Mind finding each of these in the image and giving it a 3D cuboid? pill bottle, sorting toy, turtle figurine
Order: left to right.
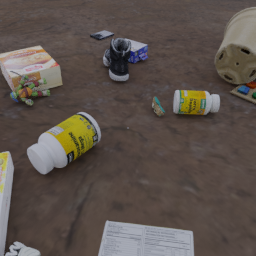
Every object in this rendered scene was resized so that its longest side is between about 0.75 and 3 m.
[{"bbox_3d":[-3.426,-1.354,9.927,1.304,1.344,0.967,-23,69,-36],"label":"turtle figurine"},{"bbox_3d":[-1.712,0.409,7.597,1.043,1.043,1.855,27,46,30],"label":"pill bottle"},{"bbox_3d":[2.290,-0.852,9.431,1.428,0.805,0.805,3,38,3],"label":"pill bottle"},{"bbox_3d":[4.988,-1.257,10.396,1.428,0.257,1.917,-29,46,-32],"label":"sorting toy"}]

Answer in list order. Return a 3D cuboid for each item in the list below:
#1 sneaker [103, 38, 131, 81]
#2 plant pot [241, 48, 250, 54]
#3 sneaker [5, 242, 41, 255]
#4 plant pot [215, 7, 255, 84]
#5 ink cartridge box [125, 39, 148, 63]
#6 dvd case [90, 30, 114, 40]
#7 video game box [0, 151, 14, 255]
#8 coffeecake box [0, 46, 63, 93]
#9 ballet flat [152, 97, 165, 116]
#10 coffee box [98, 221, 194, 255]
[{"bbox_3d":[-0.417,-3.150,11.770,0.981,1.480,2.601,0,38,-14],"label":"sneaker"},{"bbox_3d":[5.524,-3.579,12.349,1.698,1.698,1.822,17,46,21],"label":"plant pot"},{"bbox_3d":[-2.065,2.799,4.940,0.630,0.584,1.555,13,39,2],"label":"sneaker"},{"bbox_3d":[4.670,-3.061,11.089,2.588,2.588,2.369,23,51,26],"label":"plant pot"},{"bbox_3d":[0.177,-3.599,13.137,1.612,0.616,1.100,24,44,31],"label":"ink cartridge box"},{"bbox_3d":[-1.432,-5.157,15.560,0.816,0.134,1.086,31,47,34],"label":"dvd case"},{"bbox_3d":[-4.014,1.858,5.994,2.718,0.698,2.983,-9,39,-10],"label":"video game box"},{"bbox_3d":[-3.988,-2.363,11.321,1.848,0.880,2.408,-21,42,-25],"label":"coffeecake box"},{"bbox_3d":[0.980,-0.730,9.602,0.297,0.321,0.910,-41,36,20],"label":"ballet flat"},{"bbox_3d":[0.249,2.557,4.463,1.454,1.452,1.438,5,38,6],"label":"coffee box"}]
